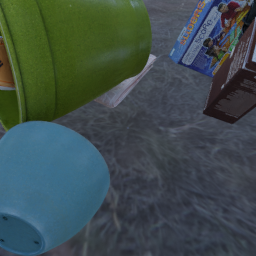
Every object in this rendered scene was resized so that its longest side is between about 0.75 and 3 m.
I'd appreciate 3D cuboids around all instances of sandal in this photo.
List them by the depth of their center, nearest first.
[{"bbox_3d":[-1.246,-0.898,4.202,0.660,0.882,2.303,6,15,12],"label":"sandal"}]

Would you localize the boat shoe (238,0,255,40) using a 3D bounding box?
[{"bbox_3d":[2.250,-1.522,4.438,0.900,2.713,1.014,-19,37,42],"label":"boat shoe"}]

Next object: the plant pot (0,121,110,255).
[{"bbox_3d":[-1.126,0.874,3.446,1.598,1.598,1.076,7,34,9],"label":"plant pot"}]

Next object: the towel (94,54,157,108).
[{"bbox_3d":[-0.746,-1.541,6.999,2.275,0.367,2.173,25,49,20],"label":"towel"}]

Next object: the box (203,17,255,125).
[{"bbox_3d":[1.715,-0.744,4.177,0.620,1.655,0.829,19,73,5],"label":"box"}]

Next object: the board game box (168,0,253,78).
[{"bbox_3d":[2.051,-2.216,5.818,1.564,2.310,0.398,11,31,-35],"label":"board game box"}]

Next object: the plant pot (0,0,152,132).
[{"bbox_3d":[-1.150,-1.588,5.133,2.757,2.863,2.863,-21,41,-31],"label":"plant pot"}]
